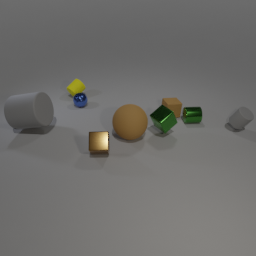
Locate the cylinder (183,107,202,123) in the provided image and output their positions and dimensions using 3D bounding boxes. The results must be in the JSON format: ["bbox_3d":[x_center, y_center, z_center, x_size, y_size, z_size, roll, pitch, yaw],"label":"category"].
[{"bbox_3d":[2.807,-0.576,12.242,0.700,0.700,0.700,-2,32,-3],"label":"cylinder"}]

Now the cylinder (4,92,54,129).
[{"bbox_3d":[-3.980,-0.697,11.356,1.400,1.400,1.400,-5,29,17],"label":"cylinder"}]

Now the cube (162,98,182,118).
[{"bbox_3d":[1.970,-0.925,12.760,0.700,0.700,0.700,-4,31,-15],"label":"cube"}]

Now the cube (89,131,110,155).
[{"bbox_3d":[-1.033,0.550,10.143,0.700,0.700,0.700,-1,74,-1],"label":"cube"}]

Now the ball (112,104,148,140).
[{"bbox_3d":[0.082,-0.240,10.999,1.400,1.400,1.400,0,32,0],"label":"ball"}]

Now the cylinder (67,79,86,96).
[{"bbox_3d":[-2.653,-2.038,14.327,0.700,0.700,0.700,28,69,37],"label":"cylinder"}]

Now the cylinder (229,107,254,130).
[{"bbox_3d":[4.638,-0.401,11.475,0.700,0.700,0.700,14,50,-17],"label":"cylinder"}]

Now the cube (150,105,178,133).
[{"bbox_3d":[1.415,-0.359,11.106,0.700,0.700,0.700,-41,46,-9],"label":"cube"}]

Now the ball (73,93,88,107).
[{"bbox_3d":[-2.303,-1.362,13.525,0.700,0.700,0.700,0,32,0],"label":"ball"}]
